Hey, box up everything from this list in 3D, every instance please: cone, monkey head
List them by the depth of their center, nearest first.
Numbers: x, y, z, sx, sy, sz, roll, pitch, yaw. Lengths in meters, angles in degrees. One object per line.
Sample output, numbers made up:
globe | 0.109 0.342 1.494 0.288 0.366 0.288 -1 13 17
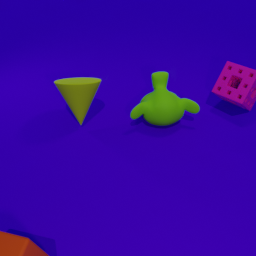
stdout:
cone | -1.304 -0.661 7.535 1.225 1.230 1.225 -1 18 0
monkey head | 0.946 -0.767 7.690 1.887 1.358 1.137 -6 31 -5

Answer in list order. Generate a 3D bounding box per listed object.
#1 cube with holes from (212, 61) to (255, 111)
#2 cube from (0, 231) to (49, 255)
cube with holes | 3.219 -1.203 8.127 0.958 0.958 0.958 32 10 35
cube | -1.933 2.163 4.093 1.024 1.024 1.024 8 53 13
